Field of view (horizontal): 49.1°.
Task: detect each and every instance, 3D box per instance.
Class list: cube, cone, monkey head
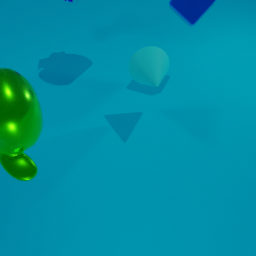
[{"bbox_3d":[1.854,-3.611,8.118,0.939,0.939,0.939,43,18,-3],"label":"cube"},{"bbox_3d":[0.652,-1.365,7.301,1.137,1.137,1.141,-6,39,-5],"label":"cone"},{"bbox_3d":[-1.769,-0.146,3.525,1.275,1.773,1.068,-21,14,-31],"label":"monkey head"}]

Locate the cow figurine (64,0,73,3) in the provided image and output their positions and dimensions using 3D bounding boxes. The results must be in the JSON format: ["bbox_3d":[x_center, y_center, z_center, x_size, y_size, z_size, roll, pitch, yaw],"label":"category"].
[{"bbox_3d":[-1.541,-4.561,8.803,1.277,0.701,1.256,0,53,32],"label":"cow figurine"}]
